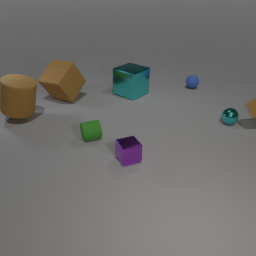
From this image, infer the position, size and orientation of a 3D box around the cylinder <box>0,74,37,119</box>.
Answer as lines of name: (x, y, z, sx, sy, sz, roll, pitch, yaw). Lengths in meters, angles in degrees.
cylinder: (-4.578, -1.331, 11.699, 1.400, 1.400, 1.400, 12, 30, -7)

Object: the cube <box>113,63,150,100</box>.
cube: (0.169, -2.449, 14.531, 1.400, 1.400, 1.400, 22, 36, 33)

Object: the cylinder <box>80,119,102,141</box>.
cylinder: (-1.396, 0.084, 10.578, 0.700, 0.700, 0.700, -12, 31, -16)

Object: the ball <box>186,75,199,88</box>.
ball: (3.552, -2.557, 15.402, 0.700, 0.700, 0.700, 0, 29, 0)

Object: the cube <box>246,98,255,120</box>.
cube: (5.226, -0.776, 11.030, 0.700, 0.700, 0.700, 12, 56, -47)

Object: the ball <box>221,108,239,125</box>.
ball: (4.268, -0.493, 11.711, 0.700, 0.700, 0.700, 0, 29, 0)

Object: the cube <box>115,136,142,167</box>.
cube: (0.019, 0.770, 9.394, 0.700, 0.700, 0.700, -12, 31, -21)

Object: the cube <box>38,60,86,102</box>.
cube: (-3.188, -2.293, 13.661, 1.400, 1.400, 1.400, 13, 64, 30)
